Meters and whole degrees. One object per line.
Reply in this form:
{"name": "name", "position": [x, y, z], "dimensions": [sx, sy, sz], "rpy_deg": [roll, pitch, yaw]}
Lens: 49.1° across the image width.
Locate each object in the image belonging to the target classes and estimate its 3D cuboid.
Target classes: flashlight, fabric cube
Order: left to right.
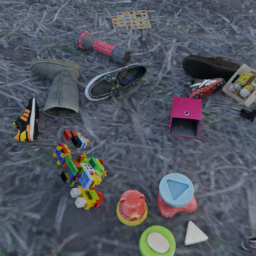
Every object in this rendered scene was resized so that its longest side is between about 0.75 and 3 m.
{"name": "flashlight", "position": [-1.336, -3.983, 13.695], "dimensions": [2.994, 1.017, 1.013], "rpy_deg": [27, 62, 19]}
{"name": "fabric cube", "position": [2.239, -0.422, 10.970], "dimensions": [1.114, 1.136, 1.132], "rpy_deg": [7, 51, 7]}

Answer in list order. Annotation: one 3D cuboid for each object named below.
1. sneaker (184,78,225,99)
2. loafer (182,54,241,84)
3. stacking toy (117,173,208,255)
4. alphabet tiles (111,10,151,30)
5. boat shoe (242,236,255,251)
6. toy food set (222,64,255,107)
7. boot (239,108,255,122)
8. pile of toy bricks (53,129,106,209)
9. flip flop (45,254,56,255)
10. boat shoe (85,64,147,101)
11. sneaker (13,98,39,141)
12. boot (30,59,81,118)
{"name": "sneaker", "position": [3.325, -1.840, 12.294], "dimensions": [2.007, 0.709, 0.981], "rpy_deg": [-26, 60, -16]}
{"name": "loafer", "position": [3.893, -2.773, 12.895], "dimensions": [2.853, 1.041, 1.018], "rpy_deg": [16, 51, 0]}
{"name": "stacking toy", "position": [1.131, 2.684, 8.730], "dimensions": [2.635, 1.113, 2.385], "rpy_deg": [-19, 56, -13]}
{"name": "alphabet tiles", "position": [0.143, -6.081, 15.816], "dimensions": [2.075, 0.078, 1.735], "rpy_deg": [-6, 54, -4]}
{"name": "boat shoe", "position": [4.178, 3.538, 8.559], "dimensions": [1.310, 0.373, 0.438], "rpy_deg": [-1, 54, -1]}
{"name": "toy food set", "position": [4.747, -1.802, 11.298], "dimensions": [0.606, 1.440, 2.007], "rpy_deg": [32, 15, -21]}
{"name": "boot", "position": [5.075, -0.677, 11.703], "dimensions": [0.638, 0.290, 0.759], "rpy_deg": [32, 66, 17]}
{"name": "pile of toy bricks", "position": [-1.413, 1.308, 9.782], "dimensions": [1.411, 1.585, 2.857], "rpy_deg": [11, 29, -42]}
{"name": "flip flop", "position": [-2.074, 3.988, 7.992], "dimensions": [2.247, 0.911, 0.647], "rpy_deg": [7, 37, 3]}
{"name": "boat shoe", "position": [-0.489, -2.047, 12.029], "dimensions": [2.890, 0.992, 0.818], "rpy_deg": [-29, 15, -13]}
{"name": "sneaker", "position": [-4.114, -0.379, 11.216], "dimensions": [0.932, 0.724, 2.070], "rpy_deg": [-5, 56, -7]}
{"name": "boot", "position": [-3.259, -1.705, 12.173], "dimensions": [2.511, 1.002, 2.762], "rpy_deg": [1, 60, 3]}
